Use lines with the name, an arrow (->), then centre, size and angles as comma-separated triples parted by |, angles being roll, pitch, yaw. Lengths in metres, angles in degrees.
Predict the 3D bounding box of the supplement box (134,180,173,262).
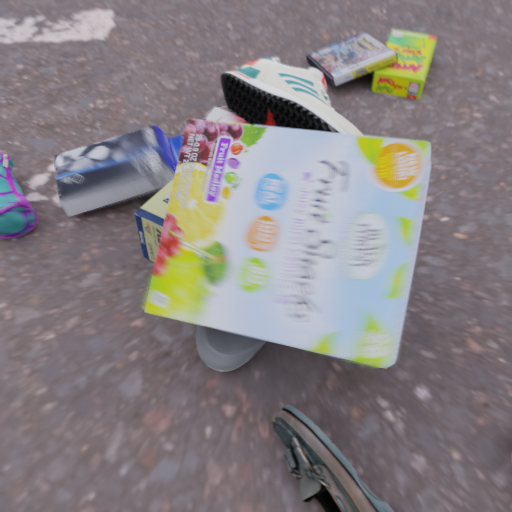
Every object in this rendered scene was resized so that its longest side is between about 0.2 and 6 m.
supplement box -> -0.796, -0.437, 8.095 | 1.316, 0.884, 1.315 | 25, 52, 21

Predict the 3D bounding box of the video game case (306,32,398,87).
video game case -> 1.931, -4.082, 11.543 | 1.410, 0.199, 1.561 | -22, 40, -1

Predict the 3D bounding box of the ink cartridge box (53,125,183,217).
ink cartridge box -> -2.057, -1.427, 8.853 | 2.166, 0.425, 1.077 | -18, 55, -6

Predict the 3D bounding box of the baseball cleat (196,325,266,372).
baseball cleat -> 0.042, 0.073, 7.212 | 0.985, 1.503, 2.824 | 21, 52, 11

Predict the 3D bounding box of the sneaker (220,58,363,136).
sneaker -> 0.945, -2.702, 9.950 | 1.601, 1.206, 3.425 | -37, 54, -22

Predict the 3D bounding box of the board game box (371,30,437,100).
board game box -> 3.111, -4.017, 11.680 | 0.973, 0.456, 1.915 | 15, 49, 13

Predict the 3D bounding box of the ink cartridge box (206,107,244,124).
ink cartridge box -> -0.557, -2.034, 9.566 | 0.597, 0.337, 0.814 | 17, 62, -26

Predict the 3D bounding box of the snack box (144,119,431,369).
snack box -> 0.353, -0.195, 6.181 | 2.721, 0.921, 2.294 | 10, 86, 18

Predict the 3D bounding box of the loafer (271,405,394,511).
loafer -> 0.760, 2.400, 5.648 | 0.633, 0.723, 2.013 | -35, 58, -20

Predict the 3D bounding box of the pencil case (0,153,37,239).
pencil case -> -3.955, -0.979, 8.710 | 0.743, 0.684, 1.607 | -48, 54, 14
